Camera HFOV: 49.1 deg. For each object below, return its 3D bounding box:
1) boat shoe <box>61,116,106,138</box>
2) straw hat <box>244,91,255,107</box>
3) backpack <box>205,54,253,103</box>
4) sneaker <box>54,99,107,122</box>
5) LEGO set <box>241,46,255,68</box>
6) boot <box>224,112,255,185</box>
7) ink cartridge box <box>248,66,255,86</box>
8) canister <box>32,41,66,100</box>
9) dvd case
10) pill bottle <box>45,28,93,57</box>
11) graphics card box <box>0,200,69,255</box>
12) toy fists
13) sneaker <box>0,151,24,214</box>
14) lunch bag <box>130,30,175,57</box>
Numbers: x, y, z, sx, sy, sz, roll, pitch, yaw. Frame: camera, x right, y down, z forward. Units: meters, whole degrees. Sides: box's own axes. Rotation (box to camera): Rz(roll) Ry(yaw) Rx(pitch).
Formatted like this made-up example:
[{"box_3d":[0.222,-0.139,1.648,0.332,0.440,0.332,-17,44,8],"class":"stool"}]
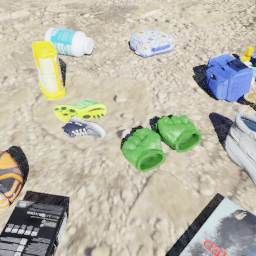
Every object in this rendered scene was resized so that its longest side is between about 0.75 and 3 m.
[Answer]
[{"box_3d":[-1.429,0.129,8.794,1.446,0.540,0.671,19,49,33],"class":"boat shoe"},{"box_3d":[4.797,-0.803,9.784,1.429,0.605,1.429,-6,24,3],"class":"straw hat"},{"box_3d":[3.597,-1.953,10.516,1.433,1.387,1.707,-14,44,-12],"class":"backpack"},{"box_3d":[-1.629,-0.592,9.617,1.770,0.656,0.740,-2,24,-7],"class":"sneaker"},{"box_3d":[5.585,-3.101,12.314,2.150,0.882,0.820,-17,42,-19],"class":"LEGO set"},{"box_3d":[3.684,0.741,7.343,1.032,1.341,2.806,-19,44,-22],"class":"boot"},{"box_3d":[4.718,-2.169,11.386,0.889,0.643,0.374,16,43,19],"class":"ink cartridge box"},{"box_3d":[-2.953,-2.146,10.437,0.787,1.819,1.351,-20,45,-22],"class":"canister"},{"box_3d":[2.187,2.820,5.679,1.972,0.297,2.702,31,50,32],"class":"dvd case"},{"box_3d":[-2.725,-3.990,13.150,2.097,1.162,1.162,12,41,15],"class":"pill bottle"},{"box_3d":[-2.132,2.492,5.914,1.209,0.490,1.927,5,41,6],"class":"graphics card box"},{"box_3d":[0.915,0.322,8.117,2.309,0.794,1.177,-27,37,-13],"class":"toy fists"},{"box_3d":[-3.960,1.228,7.194,2.643,1.025,1.481,15,37,2],"class":"sneaker"},{"box_3d":[1.169,-4.097,13.617,2.060,0.778,1.650,-22,47,-25],"class":"lunch bag"}]
